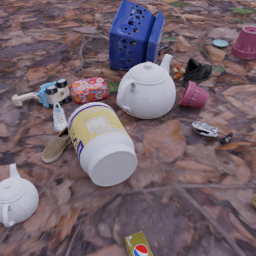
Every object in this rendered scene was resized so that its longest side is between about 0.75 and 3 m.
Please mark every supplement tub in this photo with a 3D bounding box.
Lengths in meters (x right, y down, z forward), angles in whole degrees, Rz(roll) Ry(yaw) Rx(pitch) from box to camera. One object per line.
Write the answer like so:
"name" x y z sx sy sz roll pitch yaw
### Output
"supplement tub" -0.782 0.446 8.372 1.623 1.623 2.233 -15 43 -16

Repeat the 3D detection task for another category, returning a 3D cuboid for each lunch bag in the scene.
"lunch bag" -1.617 -1.627 11.506 1.460 0.598 1.286 -13 43 -14

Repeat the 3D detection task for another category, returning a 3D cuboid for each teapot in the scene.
"teapot" -3.026 1.799 7.331 1.321 0.965 1.304 25 47 25
"teapot" 0.693 -1.615 10.599 2.410 1.783 2.442 -4 42 -4

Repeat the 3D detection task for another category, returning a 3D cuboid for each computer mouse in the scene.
"computer mouse" 2.863 0.158 9.668 1.378 0.302 0.756 25 37 26

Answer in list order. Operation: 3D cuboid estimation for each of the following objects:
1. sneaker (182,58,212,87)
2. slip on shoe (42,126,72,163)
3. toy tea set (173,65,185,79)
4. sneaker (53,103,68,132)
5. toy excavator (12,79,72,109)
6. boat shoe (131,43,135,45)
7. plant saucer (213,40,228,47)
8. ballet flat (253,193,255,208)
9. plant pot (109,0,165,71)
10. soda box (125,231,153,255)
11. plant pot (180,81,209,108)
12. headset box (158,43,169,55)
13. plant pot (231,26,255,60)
"sneaker" 3.141 -2.604 12.268 1.930 1.106 0.738 -29 51 -32
"slip on shoe" -2.262 0.487 9.197 0.590 0.470 1.552 22 46 23
"toy tea set" 2.255 -2.531 12.851 0.524 0.326 0.882 42 46 1
"sneaker" -2.505 -0.402 10.130 0.516 0.597 1.378 -14 44 -17
"toy excavator" -3.388 -1.278 11.063 1.778 0.888 1.729 12 39 32
"boat shoe" 0.656 -3.919 14.229 1.492 0.531 0.467 27 9 22
"plant saucer" 4.997 -4.545 15.171 0.819 0.158 0.819 0 42 0
"ballet flat" 4.647 1.540 7.665 2.763 0.977 0.977 -18 45 -20
"plant pot" 0.431 -3.993 12.692 2.096 2.331 2.331 14 61 6
"soda box" 0.380 3.078 6.272 0.464 0.438 1.369 -15 44 -15
"plant pot" 2.596 -1.214 10.863 0.880 0.983 0.983 23 44 1
"headset box" 1.634 -4.106 14.541 0.628 0.326 0.844 31 51 31
"plant pot" 6.068 -4.348 14.102 1.426 1.276 1.426 0 41 0
